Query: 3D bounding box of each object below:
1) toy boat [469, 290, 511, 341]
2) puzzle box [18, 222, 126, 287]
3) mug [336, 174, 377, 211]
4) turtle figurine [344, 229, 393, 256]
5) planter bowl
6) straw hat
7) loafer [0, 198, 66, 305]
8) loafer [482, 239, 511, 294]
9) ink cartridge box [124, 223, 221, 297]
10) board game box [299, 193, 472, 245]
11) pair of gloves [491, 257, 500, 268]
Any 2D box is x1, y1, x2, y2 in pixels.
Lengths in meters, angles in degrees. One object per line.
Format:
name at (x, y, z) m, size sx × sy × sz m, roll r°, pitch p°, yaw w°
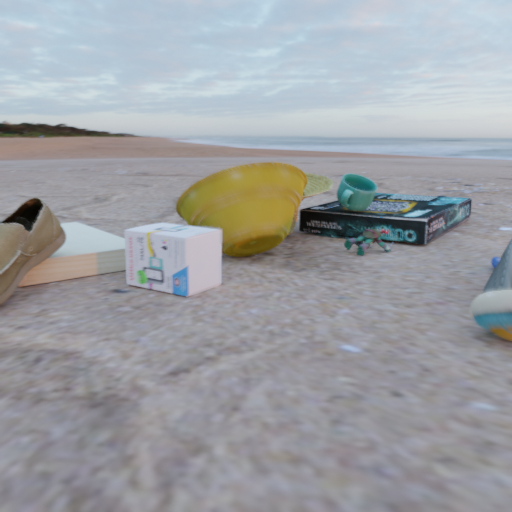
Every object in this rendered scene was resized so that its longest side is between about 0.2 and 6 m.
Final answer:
toy boat at (3.017, 0.673, 6.143) m, size 1.194 × 0.660 × 1.420 m, roll 2°, pitch -15°, yaw 11°
puzzle box at (-3.797, -0.130, 10.460) m, size 2.212 × 0.423 × 3.324 m, roll -10°, pitch 16°, yaw -36°
mug at (2.108, -1.353, 12.296) m, size 0.975 × 0.603 × 0.801 m, roll -3°, pitch 39°, yaw -26°
turtle figurine at (2.262, -0.297, 11.192) m, size 0.979 × 0.493 × 0.733 m, roll -19°, pitch 20°, yaw -38°
planter bowl at (-0.155, -0.657, 10.420) m, size 2.529 × 1.053 × 2.529 m, roll -12°, pitch -18°, yaw -4°
straw hat at (0.393, -1.079, 12.830) m, size 2.910 × 1.231 × 2.910 m, roll -2°, pitch 19°, yaw 1°
loafer at (-3.704, -0.024, 7.899) m, size 0.970 × 0.861 × 2.552 m, roll 2°, pitch 32°, yaw 16°
loafer at (3.850, 0.156, 7.824) m, size 0.826 × 0.891 × 2.370 m, roll 30°, pitch 38°, yaw 20°
ink cartridge box at (-1.283, 0.023, 8.691) m, size 1.225 × 0.899 × 0.895 m, roll 8°, pitch 14°, yaw 32°
board game box at (3.411, -1.039, 14.067) m, size 2.990 × 0.622 × 4.421 m, roll 8°, pitch 15°, yaw 32°
pair of gloves at (5.179, 0.281, 9.029) m, size 2.529 × 0.288 × 2.033 m, roll 4°, pitch 15°, yaw 20°
